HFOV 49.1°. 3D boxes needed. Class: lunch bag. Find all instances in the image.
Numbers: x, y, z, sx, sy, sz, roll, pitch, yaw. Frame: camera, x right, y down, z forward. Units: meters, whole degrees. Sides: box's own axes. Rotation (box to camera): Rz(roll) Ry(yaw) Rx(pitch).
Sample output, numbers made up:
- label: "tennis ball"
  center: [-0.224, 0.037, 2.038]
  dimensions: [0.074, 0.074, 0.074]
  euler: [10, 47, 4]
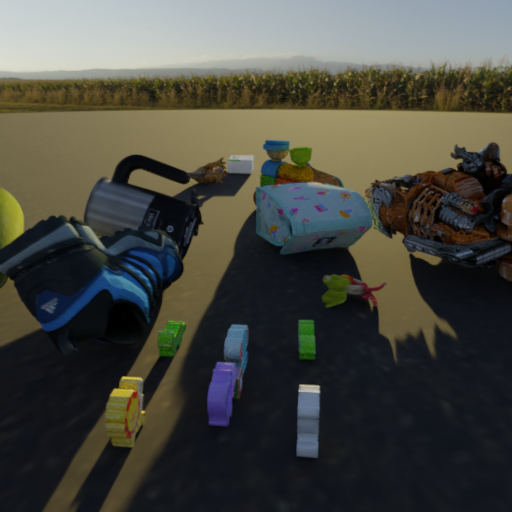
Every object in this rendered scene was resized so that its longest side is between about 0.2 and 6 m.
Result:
- label: "lunch bag"
  center: [0.912, -0.621, 9.261]
  dimensions: [1.472, 1.054, 1.728]
  euler: [-6, 18, -19]

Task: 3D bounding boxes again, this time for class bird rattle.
- label: "bird rattle"
  center: [1.209, 0.375, 7.189]
  dimensions: [0.811, 0.457, 0.661]
  euler: [-4, 18, -16]

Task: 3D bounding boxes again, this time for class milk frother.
- label: "milk frother"
  center: [-1.682, -0.683, 9.021]
  dimensions: [1.529, 1.467, 1.626]
  euler: [18, -16, 3]

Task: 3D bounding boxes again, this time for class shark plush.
- label: "shark plush"
  center: [3.944, -0.927, 10.123]
  dimensions: [3.693, 1.678, 1.538]
  euler: [-13, 52, -47]

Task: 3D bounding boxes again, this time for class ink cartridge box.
- label: "ink cartridge box"
  center: [-0.456, -2.765, 16.904]
  dimensions: [0.726, 0.419, 0.998]
  euler: [1, 18, 2]

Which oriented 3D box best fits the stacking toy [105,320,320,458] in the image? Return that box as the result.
- label: "stacking toy"
  center: [-0.250, 1.012, 5.148]
  dimensions: [1.625, 0.506, 2.155]
  euler: [2, 17, 5]

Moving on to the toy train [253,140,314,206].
- label: "toy train"
  center: [0.972, -1.589, 11.586]
  dimensions: [1.068, 1.460, 2.524]
  euler: [-13, 22, -33]

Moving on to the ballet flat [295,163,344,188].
- label: "ballet flat"
  center: [1.173, -1.675, 13.258]
  dimensions: [0.889, 0.833, 2.458]
  euler: [-24, 28, -11]

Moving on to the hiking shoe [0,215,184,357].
- label: "hiking shoe"
  center: [-1.622, 0.415, 6.384]
  dimensions: [1.122, 1.308, 3.016]
  euler: [-29, -9, 16]

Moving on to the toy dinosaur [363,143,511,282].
- label: "toy dinosaur"
  center: [3.977, -0.442, 8.051]
  dimensions: [4.744, 2.423, 3.220]
  euler: [37, 50, 26]

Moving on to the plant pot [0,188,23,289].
- label: "plant pot"
  center: [-3.829, -0.117, 7.708]
  dimensions: [1.336, 1.336, 1.427]
  euler: [-9, 36, -25]

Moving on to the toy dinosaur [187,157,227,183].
- label: "toy dinosaur"
  center: [-1.474, -2.153, 14.965]
  dimensions: [1.238, 0.704, 2.331]
  euler: [-10, 0, 38]
